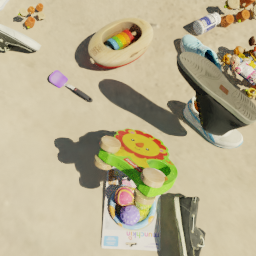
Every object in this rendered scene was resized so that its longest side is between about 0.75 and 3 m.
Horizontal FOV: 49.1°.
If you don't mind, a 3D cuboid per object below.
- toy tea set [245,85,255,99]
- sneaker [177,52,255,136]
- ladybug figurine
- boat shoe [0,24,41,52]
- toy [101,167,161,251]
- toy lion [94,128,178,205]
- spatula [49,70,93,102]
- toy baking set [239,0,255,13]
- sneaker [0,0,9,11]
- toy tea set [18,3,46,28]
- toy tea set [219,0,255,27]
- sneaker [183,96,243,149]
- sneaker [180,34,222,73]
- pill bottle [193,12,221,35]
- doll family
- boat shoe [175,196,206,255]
[{"bbox_3d":[4.717,-1.231,9.389,1.395,0.516,0.829,26,66,13],"label":"toy tea set"},{"bbox_3d":[1.974,-0.750,7.258,2.476,1.315,0.926,43,54,-2],"label":"sneaker"},{"bbox_3d":[-0.270,-2.939,10.015,2.602,0.936,1.766,-32,68,-15],"label":"ladybug figurine"},{"bbox_3d":[-4.538,-3.286,10.301,2.717,0.961,0.865,24,98,3],"label":"boat shoe"},{"bbox_3d":[0.134,1.862,7.752,1.581,0.648,2.746,2,63,2],"label":"toy"},{"bbox_3d":[0.367,0.739,7.104,2.167,0.744,2.077,36,30,30],"label":"toy lion"},{"bbox_3d":[-1.945,-1.384,9.657,1.814,0.186,0.513,34,69,15],"label":"spatula"},{"bbox_3d":[4.961,-5.179,11.609,0.874,0.132,1.138,-2,63,-1],"label":"toy baking set"},{"bbox_3d":[-5.192,-5.404,11.545,0.463,0.449,1.268,7,63,3],"label":"sneaker"},{"bbox_3d":[-3.750,-4.446,11.097,0.741,0.461,1.246,53,50,-11],"label":"toy tea set"},{"bbox_3d":[4.372,-4.703,11.182,2.018,0.747,1.200,-22,97,-13],"label":"toy tea set"},{"bbox_3d":[2.644,-0.156,8.669,2.076,0.838,0.794,38,68,17],"label":"sneaker"},{"bbox_3d":[2.644,-2.641,9.866,0.852,0.944,2.305,-23,66,-13],"label":"sneaker"},{"bbox_3d":[3.051,-4.035,10.787,0.980,0.567,0.567,-31,67,-15],"label":"pill bottle"},{"bbox_3d":[3.967,-2.129,9.432,1.491,1.082,2.401,42,56,10],"label":"doll family"},{"bbox_3d":[1.644,2.843,7.161,0.749,0.795,2.215,-3,61,3],"label":"boat shoe"}]
